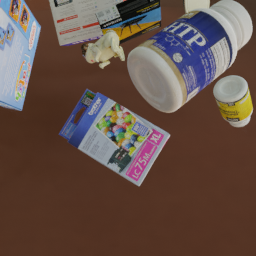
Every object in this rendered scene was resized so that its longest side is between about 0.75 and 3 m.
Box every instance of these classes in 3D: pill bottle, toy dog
[{"bbox_3d":[1.884,-0.427,4.944,0.547,0.976,0.547,-17,52,22],"label":"pill bottle"},{"bbox_3d":[-0.594,-1.677,5.939,0.824,0.799,0.575,-16,-12,19],"label":"toy dog"},{"bbox_3d":[1.554,-1.828,6.769,2.855,1.709,1.709,-38,49,-17],"label":"pill bottle"}]

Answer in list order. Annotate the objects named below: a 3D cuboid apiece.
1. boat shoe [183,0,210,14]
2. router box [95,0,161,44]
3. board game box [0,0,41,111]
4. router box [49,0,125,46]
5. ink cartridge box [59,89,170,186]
[{"bbox_3d":[2.289,-3.912,9.364,0.859,2.360,0.729,-41,55,14],"label":"boat shoe"},{"bbox_3d":[0.066,-2.931,7.633,1.651,1.232,0.422,-22,75,3],"label":"router box"},{"bbox_3d":[-2.299,-1.464,4.960,0.481,1.987,2.626,11,-5,-1],"label":"board game box"},{"bbox_3d":[-1.286,-4.056,9.071,2.517,2.259,0.615,-6,13,19],"label":"router box"},{"bbox_3d":[-0.248,0.106,4.371,1.554,0.326,0.927,31,87,8],"label":"ink cartridge box"}]
